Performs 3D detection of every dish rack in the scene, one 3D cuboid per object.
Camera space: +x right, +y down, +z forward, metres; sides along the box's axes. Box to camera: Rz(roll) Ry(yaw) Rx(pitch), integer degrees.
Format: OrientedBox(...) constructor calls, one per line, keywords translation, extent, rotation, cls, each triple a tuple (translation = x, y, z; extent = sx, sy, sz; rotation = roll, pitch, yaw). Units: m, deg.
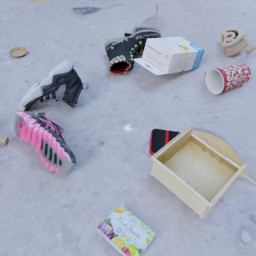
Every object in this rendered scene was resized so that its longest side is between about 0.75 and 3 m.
OrientedBox(translation=(0.835, -5.114, 15.232), extent=(1.570, 0.558, 2.046), rotation=(17, 48, 15), cls="dish rack")

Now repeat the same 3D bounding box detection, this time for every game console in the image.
OrientedBox(translation=(1.338, 0.550, 9.996), extent=(1.109, 0.195, 1.254), rotation=(9, 47, 0), cls="game console")

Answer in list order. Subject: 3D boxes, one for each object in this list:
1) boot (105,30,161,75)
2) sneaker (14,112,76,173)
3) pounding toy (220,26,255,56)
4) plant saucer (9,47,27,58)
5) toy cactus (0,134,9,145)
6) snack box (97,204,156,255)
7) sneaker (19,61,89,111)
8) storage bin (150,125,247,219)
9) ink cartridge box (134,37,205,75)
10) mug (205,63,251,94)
OrientedBox(translation=(0.312, -3.573, 13.334), extent=(2.855, 1.031, 2.157), rotation=(-11, 46, 5), cls="boot")
OrientedBox(translation=(-2.600, 0.324, 9.636), extent=(2.996, 1.184, 1.429), rotation=(39, 31, 26), cls="sneaker")
OrientedBox(translation=(5.421, -4.129, 14.269), extent=(1.271, 1.275, 2.223), rotation=(-28, 36, 12), cls="pounding toy")
OrientedBox(translation=(-5.563, -3.810, 14.226), extent=(0.902, 0.160, 0.902), rotation=(0, 46, 0), cls="plant saucer")
OrientedBox(translation=(-5.093, 0.200, 9.900), extent=(1.676, 1.039, 2.031), rotation=(12, 38, -1), cls="toy cactus")
OrientedBox(translation=(-0.039, 2.854, 7.600), extent=(1.328, 0.352, 0.944), rotation=(33, 54, 28), cls="snack box")
OrientedBox(translation=(-2.897, -1.240, 11.084), extent=(2.812, 1.600, 1.061), rotation=(-37, 27, 12), cls="sneaker")
OrientedBox(translation=(2.150, 1.236, 8.638), extent=(2.107, 0.994, 2.122), rotation=(-35, 59, -29), cls="storage bin")
OrientedBox(translation=(1.874, -3.321, 12.678), extent=(2.899, 0.984, 1.669), rotation=(-18, 46, -38), cls="ink cartridge box")
OrientedBox(translation=(4.265, -2.319, 12.136), extent=(1.647, 1.099, 1.462), rotation=(-18, 56, -21), cls="mug")
